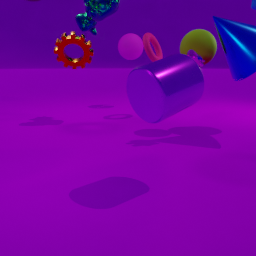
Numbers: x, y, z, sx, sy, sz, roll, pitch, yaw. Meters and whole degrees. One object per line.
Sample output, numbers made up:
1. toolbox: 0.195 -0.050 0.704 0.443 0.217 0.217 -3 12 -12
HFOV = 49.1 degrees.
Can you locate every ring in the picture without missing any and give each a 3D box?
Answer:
1. ring: 0.914 -2.921 10.271 0.237 1.184 1.184 -19 2 31

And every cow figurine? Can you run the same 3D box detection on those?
1. cow figurine: 1.399 -1.496 6.954 0.891 0.905 0.497 -9 51 -23
2. cow figurine: -1.004 -3.859 9.377 1.608 0.883 1.582 -25 -1 2

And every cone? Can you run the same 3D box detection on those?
1. cone: 2.691 -2.277 7.020 1.562 1.556 1.556 39 10 -9

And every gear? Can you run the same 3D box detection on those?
1. gear: -1.763 -2.501 9.145 1.254 1.254 0.232 -1 45 -3

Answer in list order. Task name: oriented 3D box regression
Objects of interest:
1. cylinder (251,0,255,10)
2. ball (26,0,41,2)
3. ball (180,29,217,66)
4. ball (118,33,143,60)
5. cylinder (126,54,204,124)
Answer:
1. cylinder: 4.136 -3.957 7.821 1.137 1.137 1.137 3 15 -1
2. ball: -2.300 -3.624 6.569 1.202 1.202 1.202 0 13 0
3. ball: 1.965 -2.242 7.860 1.004 1.004 1.004 0 13 0
4. ball: 0.124 -3.672 12.671 1.151 1.151 1.151 0 13 0
5. cylinder: 0.560 -0.611 4.270 0.857 0.857 0.857 -26 26 -31
